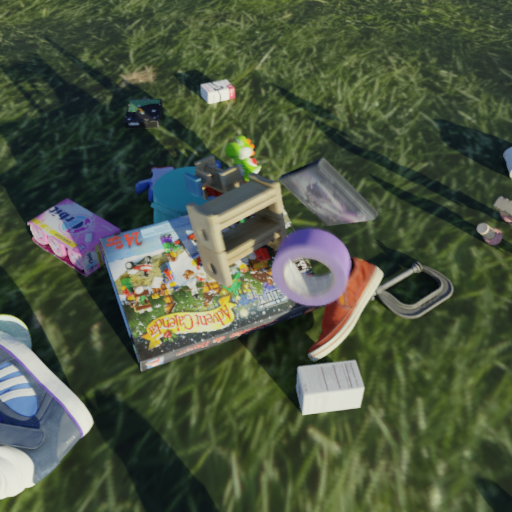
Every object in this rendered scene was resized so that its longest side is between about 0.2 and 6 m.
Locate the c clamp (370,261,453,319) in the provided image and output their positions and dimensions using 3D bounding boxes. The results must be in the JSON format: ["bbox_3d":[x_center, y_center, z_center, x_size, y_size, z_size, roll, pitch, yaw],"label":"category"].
[{"bbox_3d":[2.830,0.558,10.702,1.699,0.230,1.451,-21,46,-22],"label":"c clamp"}]

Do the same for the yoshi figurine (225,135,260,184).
[{"bbox_3d":[-0.378,-2.124,12.780,0.668,1.188,0.665,1,21,39],"label":"yoshi figurine"}]

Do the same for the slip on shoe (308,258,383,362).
[{"bbox_3d":[1.417,0.890,9.561,0.660,0.799,2.158,37,62,0],"label":"slip on shoe"}]

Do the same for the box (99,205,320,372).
[{"bbox_3d":[-0.769,0.346,9.951,3.389,0.639,2.314,-17,69,-18],"label":"box"}]

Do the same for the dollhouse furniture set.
[{"bbox_3d":[-0.636,-0.647,9.596,1.371,1.364,1.946,-30,37,-27],"label":"dollhouse furniture set"}]

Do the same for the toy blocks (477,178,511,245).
[{"bbox_3d":[5.692,-0.675,11.261,1.420,1.687,1.576,21,12,-45],"label":"toy blocks"}]

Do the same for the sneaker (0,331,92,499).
[{"bbox_3d":[-3.848,2.317,8.119,2.517,1.014,1.843,32,49,21],"label":"sneaker"}]

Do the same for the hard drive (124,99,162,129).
[{"bbox_3d":[-3.156,-4.002,15.744,0.940,0.255,1.346,-2,43,-3],"label":"hard drive"}]

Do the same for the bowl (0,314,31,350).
[{"bbox_3d":[-4.367,1.529,8.887,0.732,1.361,1.361,10,42,27],"label":"bowl"}]

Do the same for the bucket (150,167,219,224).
[{"bbox_3d":[-1.319,-0.946,11.662,1.820,1.184,1.820,0,42,0],"label":"bucket"}]

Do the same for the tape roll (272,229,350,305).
[{"bbox_3d":[0.856,0.187,8.729,1.157,1.157,0.492,9,39,10],"label":"tape roll"}]

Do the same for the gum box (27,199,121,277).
[{"bbox_3d":[-3.728,-0.427,11.515,1.804,0.597,1.024,28,49,27],"label":"gum box"}]

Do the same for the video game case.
[{"bbox_3d":[1.203,-1.061,9.830,1.323,1.851,0.176,42,77,-13],"label":"video game case"}]

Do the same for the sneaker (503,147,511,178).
[{"bbox_3d":[6.974,-2.354,13.624,1.764,0.650,1.020,1,45,3],"label":"sneaker"}]

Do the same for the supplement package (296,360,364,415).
[{"bbox_3d":[1.142,2.061,8.787,0.948,0.554,0.556,-5,42,-6],"label":"supplement package"}]

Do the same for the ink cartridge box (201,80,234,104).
[{"bbox_3d":[-1.151,-4.878,16.637,0.853,0.360,0.617,-18,45,-19],"label":"ink cartridge box"}]

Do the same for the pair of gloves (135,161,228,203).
[{"bbox_3d":[-1.645,-1.760,13.066,2.301,0.262,1.850,-4,32,-8],"label":"pair of gloves"}]
